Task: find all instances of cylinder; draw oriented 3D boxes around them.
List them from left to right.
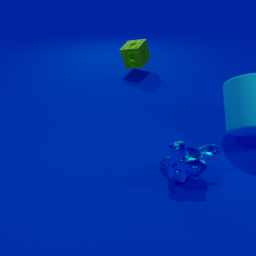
[{"bbox_3d":[3.189,-0.557,7.204,1.337,1.337,1.337,-1,-11,0],"label":"cylinder"}]

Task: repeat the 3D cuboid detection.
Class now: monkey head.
[{"bbox_3d":[1.272,0.651,6.284,1.438,1.034,0.866,-20,16,21],"label":"monkey head"}]

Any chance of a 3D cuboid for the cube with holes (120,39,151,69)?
[{"bbox_3d":[0.310,-3.015,11.424,0.842,0.842,0.842,4,41,30],"label":"cube with holes"}]
